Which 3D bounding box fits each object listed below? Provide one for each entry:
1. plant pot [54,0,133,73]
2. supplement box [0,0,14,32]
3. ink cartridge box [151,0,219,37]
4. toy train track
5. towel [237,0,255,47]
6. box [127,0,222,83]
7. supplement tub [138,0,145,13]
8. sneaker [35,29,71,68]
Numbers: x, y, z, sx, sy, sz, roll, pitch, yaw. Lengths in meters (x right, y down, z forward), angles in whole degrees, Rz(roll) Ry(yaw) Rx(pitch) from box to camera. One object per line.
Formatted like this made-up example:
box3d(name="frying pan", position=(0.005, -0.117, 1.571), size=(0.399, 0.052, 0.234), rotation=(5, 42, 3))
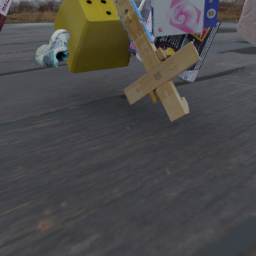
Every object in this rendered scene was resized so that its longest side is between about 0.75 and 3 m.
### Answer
box3d(name="plant pot", position=(-1.142, -3.747, 10.211), size=(2.443, 2.155, 2.443), rotation=(-13, 69, -24))
box3d(name="supplement box", position=(-2.426, -1.629, 4.646), size=(0.512, 0.916, 1.682), rotation=(23, -20, -32))
box3d(name="ink cartridge box", position=(1.344, -2.965, 6.315), size=(1.650, 1.620, 0.357), rotation=(-7, 36, -2))
box3d(name="toy train track", position=(0.295, -1.095, 3.772), size=(1.196, 2.085, 0.339), rotation=(-30, -7, 39))
box3d(name="towel", position=(2.678, -1.951, 4.972), size=(0.247, 1.534, 1.465), rotation=(-35, 63, -13))
box3d(name="box", position=(1.165, -2.710, 8.449), size=(1.583, 1.824, 2.760), rotation=(16, 20, -17))
box3d(name="supplement tub", position=(1.480, -4.034, 10.425), size=(2.261, 1.587, 1.587), rotation=(27, 23, -11))
box3d(name="sneaker", position=(-1.041, -1.175, 4.258), size=(0.368, 0.331, 0.853), rotation=(21, 52, 4))
